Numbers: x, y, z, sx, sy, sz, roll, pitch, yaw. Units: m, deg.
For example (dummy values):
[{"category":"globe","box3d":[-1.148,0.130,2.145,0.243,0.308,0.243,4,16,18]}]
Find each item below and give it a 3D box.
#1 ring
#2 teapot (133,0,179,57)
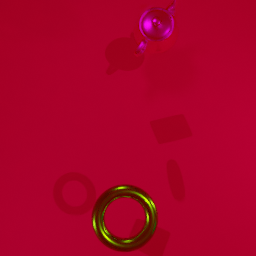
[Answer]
[{"category":"ring","box3d":[-0.057,1.662,5.179,1.240,0.248,1.240,0,89,-2]},{"category":"teapot","box3d":[0.804,-2.750,7.593,1.264,0.995,2.033,36,90,6]}]
